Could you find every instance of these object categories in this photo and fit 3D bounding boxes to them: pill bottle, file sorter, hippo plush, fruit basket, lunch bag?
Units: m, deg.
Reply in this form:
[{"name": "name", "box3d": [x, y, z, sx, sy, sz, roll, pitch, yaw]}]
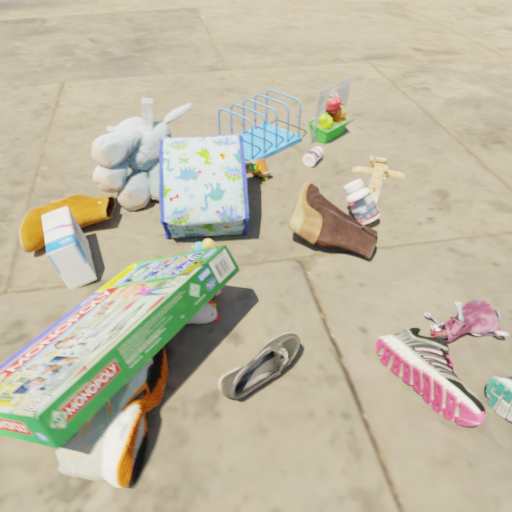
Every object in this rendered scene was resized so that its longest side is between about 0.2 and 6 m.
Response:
[{"name": "pill bottle", "box3d": [1.515, -2.630, 14.764, 0.371, 0.371, 0.665, 19, 41, 23]}, {"name": "file sorter", "box3d": [0.087, -3.583, 15.302, 1.402, 1.239, 2.020, 30, 47, 34]}, {"name": "hippo plush", "box3d": [-2.998, -2.547, 13.140, 2.077, 2.607, 2.096, -1, 23, -31]}, {"name": "fruit basket", "box3d": [2.032, -4.045, 15.557, 0.777, 1.657, 1.535, 30, 47, 32]}, {"name": "pill bottle", "box3d": [2.302, -1.185, 12.313, 0.547, 0.915, 0.547, -27, 13, 6]}, {"name": "lunch bag", "box3d": [-1.129, -1.552, 12.002, 1.861, 1.395, 2.189, -3, 76, -5]}]

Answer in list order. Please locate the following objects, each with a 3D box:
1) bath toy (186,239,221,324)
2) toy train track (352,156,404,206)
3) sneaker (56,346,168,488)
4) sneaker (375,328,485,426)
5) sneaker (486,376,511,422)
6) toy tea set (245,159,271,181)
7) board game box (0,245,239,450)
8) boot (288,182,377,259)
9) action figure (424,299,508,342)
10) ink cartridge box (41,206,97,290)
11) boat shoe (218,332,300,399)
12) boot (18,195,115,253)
[{"name": "bath toy", "box3d": [-0.956, 0.510, 10.428, 0.716, 0.842, 1.937, 22, 36, -18]}, {"name": "toy train track", "box3d": [2.997, -1.964, 13.902, 1.318, 0.374, 2.298, 9, 39, 12]}, {"name": "sneaker", "box3d": [-2.098, 2.038, 8.225, 1.219, 1.003, 2.650, 1, 36, 8]}, {"name": "sneaker", "box3d": [2.830, 1.759, 8.722, 0.882, 0.744, 2.016, -27, 40, -21]}, {"name": "sneaker", "box3d": [4.296, 2.346, 8.027, 0.878, 0.747, 1.925, -14, 41, -23]}, {"name": "toy tea set", "box3d": [-0.515, -1.874, 13.734, 1.967, 0.728, 1.170, -13, 10, -11]}, {"name": "board game box", "box3d": [-2.344, 1.205, 8.614, 2.633, 0.570, 3.913, -9, 26, 41]}, {"name": "boot", "box3d": [1.699, -0.749, 12.217, 1.862, 0.810, 2.239, 20, 31, 1]}, {"name": "action figure", "box3d": [3.524, 1.230, 9.709, 1.248, 0.836, 0.929, -25, 84, -14]}, {"name": "ink cartridge box", "box3d": [-3.675, -0.174, 10.975, 0.586, 1.000, 1.384, -25, 42, -8]}, {"name": "boat shoe", "box3d": [0.146, 1.746, 8.751, 1.556, 0.520, 0.444, -31, 17, -21]}, {"name": "boot", "box3d": [-3.951, -0.793, 11.962, 1.530, 0.752, 2.137, -4, 29, 9]}]
